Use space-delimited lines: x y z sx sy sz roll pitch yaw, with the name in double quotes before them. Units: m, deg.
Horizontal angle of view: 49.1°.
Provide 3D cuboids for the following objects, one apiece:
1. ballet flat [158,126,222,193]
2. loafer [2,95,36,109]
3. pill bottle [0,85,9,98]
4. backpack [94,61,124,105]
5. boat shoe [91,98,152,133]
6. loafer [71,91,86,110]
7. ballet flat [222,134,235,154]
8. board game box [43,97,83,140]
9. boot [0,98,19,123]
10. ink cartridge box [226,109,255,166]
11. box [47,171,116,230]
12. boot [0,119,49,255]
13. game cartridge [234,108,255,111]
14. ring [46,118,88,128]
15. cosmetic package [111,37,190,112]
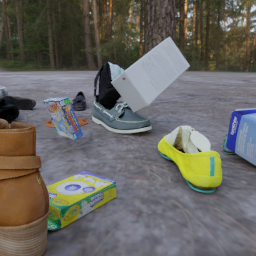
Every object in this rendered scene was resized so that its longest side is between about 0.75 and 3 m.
"ballet flat" 1.245 0.419 5.819 0.853 0.856 2.552 -1 14 -8
"loafer" -4.871 -1.098 12.567 1.653 0.604 0.587 9 7 10
"pill bottle" -6.736 -1.667 14.074 0.827 0.827 1.452 1 14 5
"backpack" -0.603 -1.578 9.701 0.866 1.368 1.141 19 -37 -36
"boat shoe" -0.331 -0.487 9.231 1.074 0.911 2.950 -11 18 -33
"loafer" -2.273 -1.270 12.905 0.723 0.633 2.011 -2 14 -6
"ballet flat" 3.079 0.280 6.969 1.648 0.612 0.612 -7 16 -26
"board game box" -1.669 -0.273 7.102 0.253 0.994 1.468 -26 17 -26
"boot" -5.229 -0.704 10.037 2.428 0.927 2.040 1 9 -24
"ink cartridge box" 3.285 0.253 5.774 1.709 0.956 2.505 -5 21 -20
"box" -0.899 1.080 4.341 0.783 0.323 1.334 10 19 36
"boot" -1.913 0.665 3.294 2.082 1.617 0.798 5 15 18
"game cartridge" 4.846 -0.390 10.069 1.261 0.387 1.895 -8 16 -15
"ring" -2.142 -0.224 9.825 1.450 0.139 1.450 0 15 0
"cosmetic package" 0.720 -1.601 8.296 2.265 1.149 0.807 -43 11 -32
